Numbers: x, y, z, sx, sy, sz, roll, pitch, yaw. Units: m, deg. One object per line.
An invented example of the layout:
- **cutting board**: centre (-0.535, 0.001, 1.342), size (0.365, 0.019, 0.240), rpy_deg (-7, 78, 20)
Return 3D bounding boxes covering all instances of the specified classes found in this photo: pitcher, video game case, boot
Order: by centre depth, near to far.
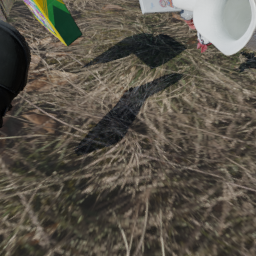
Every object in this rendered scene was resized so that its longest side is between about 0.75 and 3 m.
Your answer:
- **boot**: centre (-2.609, -0.448, 4.997), size (0.779, 1.957, 2.374), rpy_deg (21, 60, -1)
- **pitcher**: centre (2.408, -2.302, 5.284), size (2.688, 1.629, 2.306), rpy_deg (-14, 42, -24)
- **video game case**: centre (0.955, -4.538, 9.156), size (1.439, 1.581, 0.187), rpy_deg (-13, 0, -23)

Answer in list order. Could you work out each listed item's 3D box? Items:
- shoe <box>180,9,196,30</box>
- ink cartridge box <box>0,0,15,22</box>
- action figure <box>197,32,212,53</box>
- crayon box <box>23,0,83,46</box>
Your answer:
- **shoe**: centre (2.925, -4.383, 9.674), size (2.253, 1.025, 0.805), rpy_deg (-34, 64, 21)
- **ink cartridge box**: centre (-3.942, -3.399, 7.652), size (0.763, 1.305, 2.250), rpy_deg (12, 76, 9)
- **action figure**: centre (2.622, -2.915, 7.105), size (1.765, 2.370, 1.588), rpy_deg (-5, 55, -47)
- **crayon box**: centre (-2.334, -3.435, 7.459), size (0.623, 1.845, 2.138), rpy_deg (-41, 57, -6)
